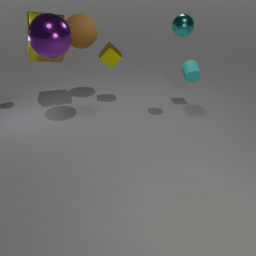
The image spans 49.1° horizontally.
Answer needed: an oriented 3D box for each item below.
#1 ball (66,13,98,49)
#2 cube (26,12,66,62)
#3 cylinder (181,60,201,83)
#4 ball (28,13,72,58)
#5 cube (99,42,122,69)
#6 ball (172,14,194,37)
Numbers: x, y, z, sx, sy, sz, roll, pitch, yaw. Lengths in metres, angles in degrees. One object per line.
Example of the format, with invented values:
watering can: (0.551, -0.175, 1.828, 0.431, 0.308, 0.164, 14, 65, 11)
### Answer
ball: (-1.962, -4.022, 11.648, 1.400, 1.400, 1.400, 0, 29, 0)
cube: (-3.250, -3.550, 11.121, 1.400, 1.400, 1.400, -4, -9, -23)
cylinder: (2.714, -2.436, 12.051, 0.700, 0.700, 0.700, -3, 52, -6)
ball: (-2.520, -2.981, 9.094, 1.400, 1.400, 1.400, 0, 29, 0)
cube: (-0.746, -3.055, 11.776, 0.700, 0.700, 0.700, 37, 23, -26)
ball: (1.756, -3.273, 8.953, 0.700, 0.700, 0.700, 0, 29, 0)
